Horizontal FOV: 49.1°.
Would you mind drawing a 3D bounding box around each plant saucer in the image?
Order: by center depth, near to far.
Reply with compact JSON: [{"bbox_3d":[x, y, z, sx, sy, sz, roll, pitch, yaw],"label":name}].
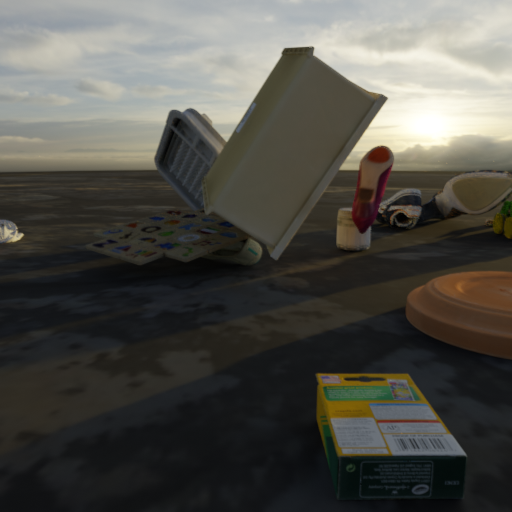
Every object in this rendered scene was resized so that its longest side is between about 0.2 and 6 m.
[{"bbox_3d":[2.826,0.536,5.864,2.423,0.391,2.423,1,11,0],"label":"plant saucer"}]

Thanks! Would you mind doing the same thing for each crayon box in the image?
[{"bbox_3d":[0.750,1.055,3.426,0.677,0.278,1.077,0,11,-1],"label":"crayon box"}]

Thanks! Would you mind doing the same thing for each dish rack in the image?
[{"bbox_3d":[-0.898,-1.588,10.723,0.568,2.241,2.611,-44,2,-25],"label":"dish rack"}]

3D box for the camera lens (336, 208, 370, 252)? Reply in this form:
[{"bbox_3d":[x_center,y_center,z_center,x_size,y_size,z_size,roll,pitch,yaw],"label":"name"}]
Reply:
[{"bbox_3d":[1.756,-0.466,10.081,0.598,0.748,0.598,0,11,0],"label":"camera lens"}]

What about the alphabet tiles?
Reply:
[{"bbox_3d":[-1.216,-0.385,8.943,2.215,0.084,2.662,13,25,39],"label":"alphabet tiles"}]

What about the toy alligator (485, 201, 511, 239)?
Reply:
[{"bbox_3d":[5.575,-0.869,12.042,0.870,0.796,2.934,0,11,2],"label":"toy alligator"}]

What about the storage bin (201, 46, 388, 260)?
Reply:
[{"bbox_3d":[0.339,-1.608,8.095,1.159,2.473,2.455,30,14,-16],"label":"storage bin"}]

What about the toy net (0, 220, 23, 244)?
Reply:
[{"bbox_3d":[-5.174,-0.397,10.470,1.279,0.471,2.438,4,11,19],"label":"toy net"}]

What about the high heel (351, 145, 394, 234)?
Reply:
[{"bbox_3d":[1.953,-1.167,9.539,0.551,0.785,1.633,17,53,19],"label":"high heel"}]

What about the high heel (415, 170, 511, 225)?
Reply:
[{"bbox_3d":[5.205,-1.507,13.283,2.029,1.016,2.847,-18,-2,-43],"label":"high heel"}]

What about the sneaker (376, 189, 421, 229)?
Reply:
[{"bbox_3d":[3.223,-0.931,12.948,0.698,0.707,1.780,3,-14,-9],"label":"sneaker"}]

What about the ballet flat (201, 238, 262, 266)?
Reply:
[{"bbox_3d":[-0.592,-0.193,9.095,1.544,0.536,0.536,8,14,39],"label":"ballet flat"}]
